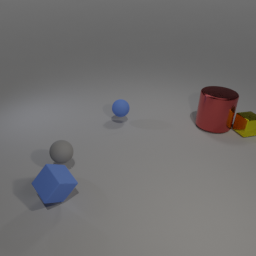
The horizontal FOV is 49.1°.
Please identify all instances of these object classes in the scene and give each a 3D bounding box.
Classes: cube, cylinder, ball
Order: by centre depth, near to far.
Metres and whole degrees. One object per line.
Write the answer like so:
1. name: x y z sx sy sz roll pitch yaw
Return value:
1. cube: -1.872 1.417 7.177 0.700 0.700 0.700 45 13 28
2. ball: -1.974 0.705 8.316 0.700 0.700 0.700 0 29 0
3. cube: 4.488 -0.154 10.519 0.700 0.700 0.700 -6 29 -18
4. cylinder: 3.413 -0.735 10.816 1.400 1.400 1.400 2 28 -1
5. ball: -0.288 -0.788 11.108 0.700 0.700 0.700 0 29 0
